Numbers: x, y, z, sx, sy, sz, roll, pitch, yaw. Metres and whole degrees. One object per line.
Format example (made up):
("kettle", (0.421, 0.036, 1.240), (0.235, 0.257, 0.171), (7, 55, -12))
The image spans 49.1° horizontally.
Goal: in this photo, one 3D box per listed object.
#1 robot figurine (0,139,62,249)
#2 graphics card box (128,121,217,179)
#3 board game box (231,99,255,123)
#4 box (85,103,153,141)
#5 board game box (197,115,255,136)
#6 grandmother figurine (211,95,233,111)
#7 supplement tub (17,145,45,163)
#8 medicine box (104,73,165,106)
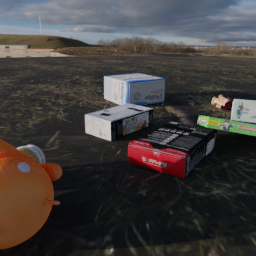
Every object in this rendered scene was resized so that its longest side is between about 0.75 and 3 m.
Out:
("robot figurine", (-2.236, 0.995, 4.737), (2.569, 1.498, 1.848), (18, -11, 43))
("graphics card box", (1.330, 0.482, 7.820), (1.593, 0.646, 2.540), (11, 21, 31))
("board game box", (4.976, -0.488, 9.885), (2.476, 0.796, 1.826), (6, 4, 20))
("box", (-0.272, -0.283, 10.090), (1.329, 0.685, 2.279), (16, 24, 40))
("board game box", (3.495, -0.018, 8.714), (2.372, 0.345, 1.596), (10, 4, 3))
("grandmother figurine", (4.633, -1.059, 12.785), (1.147, 0.573, 1.892), (-26, 24, -1))
("supplement tub", (-2.481, 0.878, 6.405), (0.786, 0.786, 1.089), (6, 19, 17))
("medicine box", (0.289, -2.006, 14.409), (2.229, 1.260, 2.447), (-12, 21, -31))
